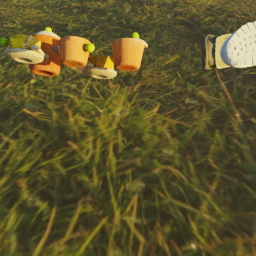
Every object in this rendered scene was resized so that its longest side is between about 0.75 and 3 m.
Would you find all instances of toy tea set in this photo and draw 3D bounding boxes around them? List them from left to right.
[{"bbox_3d":[-0.945,-1.588,5.404,2.612,0.967,1.553,4,-4,-3],"label":"toy tea set"}]

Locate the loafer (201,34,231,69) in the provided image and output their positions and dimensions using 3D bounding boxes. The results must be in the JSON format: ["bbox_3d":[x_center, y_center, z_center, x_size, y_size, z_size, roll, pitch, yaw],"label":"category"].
[{"bbox_3d":[1.884,-1.485,5.306,0.573,0.646,1.699,3,19,37],"label":"loafer"}]

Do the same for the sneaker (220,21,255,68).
[{"bbox_3d":[1.331,-0.916,3.057,1.167,0.446,0.470,-31,10,-30],"label":"sneaker"}]
